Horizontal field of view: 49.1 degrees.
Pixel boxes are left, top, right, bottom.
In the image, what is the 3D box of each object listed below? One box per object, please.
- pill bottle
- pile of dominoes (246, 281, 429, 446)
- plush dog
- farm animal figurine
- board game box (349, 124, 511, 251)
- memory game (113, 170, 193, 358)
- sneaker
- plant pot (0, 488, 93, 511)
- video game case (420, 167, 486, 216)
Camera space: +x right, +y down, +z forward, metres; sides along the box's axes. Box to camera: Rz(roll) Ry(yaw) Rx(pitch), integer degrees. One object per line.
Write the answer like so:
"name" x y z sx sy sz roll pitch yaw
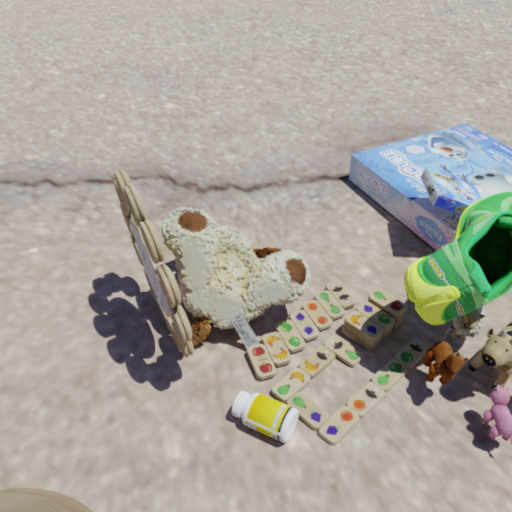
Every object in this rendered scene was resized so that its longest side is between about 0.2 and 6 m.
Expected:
"pill bottle" 0.107 2.049 7.232 0.792 0.445 0.445 18 43 22
"pile of dominoes" 1.175 1.279 8.150 1.932 0.395 2.479 34 50 31
"plush dog" -0.521 0.219 8.851 2.340 1.877 2.009 24 23 -10
"farm animal figurine" 3.363 1.404 7.354 1.989 1.037 1.967 31 39 18
"board game box" 4.079 -1.459 11.269 3.175 0.692 3.191 -19 42 -20
"memory game" -1.423 0.125 7.759 0.176 2.757 2.757 -21 44 -15
"sneaker" 3.376 -0.052 7.864 3.276 1.213 1.369 -35 6 -40
"plant pot" -2.612 3.287 5.059 2.879 1.329 2.879 1 39 -1
"video game case" 3.459 -1.032 9.606 1.125 0.256 1.019 18 33 -10
